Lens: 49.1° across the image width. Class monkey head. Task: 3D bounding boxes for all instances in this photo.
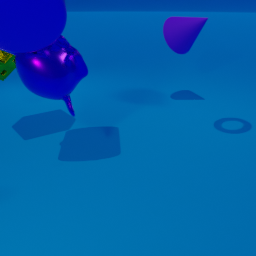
[{"bbox_3d":[-1.418,-1.112,5.175,1.102,1.829,1.316,-46,14,0],"label":"monkey head"}]

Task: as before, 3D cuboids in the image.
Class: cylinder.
[{"bbox_3d":[-1.670,-2.098,4.117,1.398,1.398,1.398,-6,62,-13],"label":"cylinder"}]

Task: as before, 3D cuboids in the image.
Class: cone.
[{"bbox_3d":[1.858,-2.921,8.127,1.196,1.196,1.200,-18,3,-34],"label":"cone"}]

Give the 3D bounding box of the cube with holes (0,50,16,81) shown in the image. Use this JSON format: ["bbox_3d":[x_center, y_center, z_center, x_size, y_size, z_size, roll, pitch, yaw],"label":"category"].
[{"bbox_3d":[-2.973,-1.961,5.958,1.190,1.190,1.190,45,4,11],"label":"cube with holes"}]
